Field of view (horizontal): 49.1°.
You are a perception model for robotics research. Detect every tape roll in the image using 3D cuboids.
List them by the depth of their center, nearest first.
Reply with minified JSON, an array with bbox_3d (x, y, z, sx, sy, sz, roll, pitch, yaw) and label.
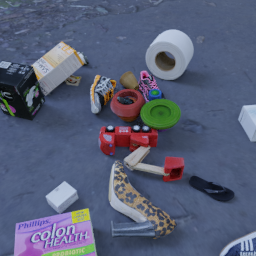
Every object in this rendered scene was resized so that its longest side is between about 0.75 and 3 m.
[{"bbox_3d":[2.041,-3.564,13.709,2.046,2.046,1.405,17,46,17],"label":"tape roll"}]

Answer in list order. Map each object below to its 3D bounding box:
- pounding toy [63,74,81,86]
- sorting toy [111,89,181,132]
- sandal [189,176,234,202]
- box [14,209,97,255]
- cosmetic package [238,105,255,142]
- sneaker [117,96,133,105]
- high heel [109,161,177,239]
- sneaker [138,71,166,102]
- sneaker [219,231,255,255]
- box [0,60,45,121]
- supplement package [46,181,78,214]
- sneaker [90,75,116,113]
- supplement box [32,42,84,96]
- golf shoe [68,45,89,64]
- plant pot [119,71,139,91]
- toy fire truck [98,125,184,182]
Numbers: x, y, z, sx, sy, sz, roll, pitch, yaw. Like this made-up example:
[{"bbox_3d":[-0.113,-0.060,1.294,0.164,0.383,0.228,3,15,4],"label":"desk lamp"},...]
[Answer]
[{"bbox_3d":[-2.749,-2.472,13.603,1.022,0.585,0.586,8,43,8],"label":"pounding toy"},{"bbox_3d":[0.750,-0.588,11.194,2.964,1.217,1.781,26,55,27],"label":"sorting toy"},{"bbox_3d":[2.682,1.939,9.034,1.467,0.314,0.558,19,46,19],"label":"sandal"},{"bbox_3d":[-1.715,3.370,6.941,1.914,1.052,2.176,-9,43,-10],"label":"box"},{"bbox_3d":[5.301,-0.226,11.017,1.311,0.808,1.315,-4,44,-4],"label":"cosmetic package"},{"bbox_3d":[-0.120,-1.100,11.013,0.343,0.865,0.326,-48,58,11],"label":"sneaker"},{"bbox_3d":[0.387,2.091,8.542,1.893,0.948,2.656,2,44,-8],"label":"high heel"},{"bbox_3d":[1.044,-1.874,12.686,0.807,0.975,2.044,-18,47,-21],"label":"sneaker"},{"bbox_3d":[3.187,3.329,7.399,1.439,0.504,0.781,-15,43,-20],"label":"sneaker"},{"bbox_3d":[-4.497,-1.498,11.409,1.475,1.987,1.235,13,52,13],"label":"box"},{"bbox_3d":[-2.043,2.156,8.713,0.589,0.419,0.757,29,50,30],"label":"supplement package"},{"bbox_3d":[-1.098,-1.551,12.354,0.976,0.990,2.528,6,42,0],"label":"sneaker"},{"bbox_3d":[-3.469,-2.815,13.095,2.383,0.876,1.502,-42,49,-9],"label":"supplement box"},{"bbox_3d":[-2.829,-3.737,15.043,1.870,0.722,0.824,34,74,32],"label":"golf shoe"},{"bbox_3d":[0.136,-2.109,13.188,0.770,0.770,0.826,-27,63,-26],"label":"plant pot"},{"bbox_3d":[0.381,0.845,9.912,2.946,0.718,2.078,1,42,0],"label":"toy fire truck"}]
